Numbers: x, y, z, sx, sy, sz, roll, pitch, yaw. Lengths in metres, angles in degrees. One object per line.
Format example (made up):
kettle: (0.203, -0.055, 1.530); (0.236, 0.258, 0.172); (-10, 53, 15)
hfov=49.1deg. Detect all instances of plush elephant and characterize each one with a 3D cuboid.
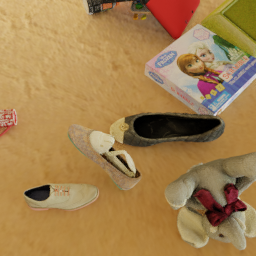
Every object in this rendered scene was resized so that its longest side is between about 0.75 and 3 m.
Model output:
plush elephant: (1.864, 1.622, 5.712); (1.896, 2.301, 1.782); (-21, 83, 2)

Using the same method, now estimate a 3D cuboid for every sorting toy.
sorting toy: (0.575, -4.375, 10.123); (0.942, 0.169, 1.265); (6, 59, 4)

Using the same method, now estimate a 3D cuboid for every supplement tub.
supplement tub: (-0.955, -4.503, 9.876); (1.189, 0.728, 0.728); (-20, 61, -13)

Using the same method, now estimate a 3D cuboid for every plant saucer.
plant saucer: (3.932, -3.466, 8.881); (2.264, 0.543, 2.267); (-42, 78, -8)

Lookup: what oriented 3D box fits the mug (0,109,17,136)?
mug: (-3.427, -0.164, 7.491); (0.824, 0.731, 0.550); (-8, 23, -9)

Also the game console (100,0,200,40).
game console: (0.855, -4.442, 9.658); (2.488, 1.713, 2.887); (8, 50, 29)

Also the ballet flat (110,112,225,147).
ballet flat: (0.942, -0.076, 7.072); (2.888, 0.820, 0.960); (-3, 68, 8)

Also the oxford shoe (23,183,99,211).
oxford shoe: (-1.505, 1.529, 6.323); (1.680, 0.620, 0.595); (-9, 59, -5)

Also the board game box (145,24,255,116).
board game box: (2.253, -1.754, 8.347); (2.513, 0.518, 2.520); (40, 67, 21)

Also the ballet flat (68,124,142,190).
ballet flat: (-0.428, 0.556, 6.299); (2.056, 0.691, 0.700); (46, 34, -20)
